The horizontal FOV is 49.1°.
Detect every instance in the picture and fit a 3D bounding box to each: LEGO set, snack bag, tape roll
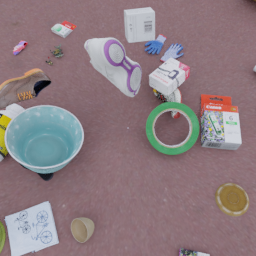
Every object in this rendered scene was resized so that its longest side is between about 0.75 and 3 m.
[{"bbox_3d":[-3.546,-3.563,13.704,0.774,0.338,1.192,40,81,22],"label":"LEGO set"},{"bbox_3d":[-3.366,3.545,9.754,1.634,0.175,1.541,-19,62,-11],"label":"snack bag"},{"bbox_3d":[1.731,0.009,11.004,2.050,0.493,2.050,0,90,6],"label":"tape roll"}]

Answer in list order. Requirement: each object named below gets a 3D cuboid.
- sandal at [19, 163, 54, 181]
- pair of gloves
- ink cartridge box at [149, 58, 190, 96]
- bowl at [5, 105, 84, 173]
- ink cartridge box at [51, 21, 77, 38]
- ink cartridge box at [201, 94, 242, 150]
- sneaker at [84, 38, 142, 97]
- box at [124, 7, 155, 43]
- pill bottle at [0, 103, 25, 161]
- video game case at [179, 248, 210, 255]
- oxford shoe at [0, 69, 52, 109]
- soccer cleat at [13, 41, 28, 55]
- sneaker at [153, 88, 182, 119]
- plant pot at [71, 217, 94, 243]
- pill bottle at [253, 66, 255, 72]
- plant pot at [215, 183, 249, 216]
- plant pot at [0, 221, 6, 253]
[{"bbox_3d":[-3.568,1.428,10.831,1.629,0.349,0.619,27,64,14],"label":"sandal"},{"bbox_3d":[1.820,-3.937,13.912,1.881,0.214,1.512,33,66,18],"label":"pair of gloves"},{"bbox_3d":[1.723,-2.159,11.721,1.040,0.606,1.437,36,66,29],"label":"ink cartridge box"},{"bbox_3d":[-3.081,0.615,10.505,2.701,1.413,2.701,7,54,-10],"label":"bowl"},{"bbox_3d":[-3.324,-5.248,14.626,0.844,0.263,1.049,30,67,15],"label":"ink cartridge box"},{"bbox_3d":[3.809,-0.441,11.684,1.428,0.660,2.622,5,62,3],"label":"ink cartridge box"},{"bbox_3d":[-0.447,-2.172,9.912,1.426,2.863,1.072,20,71,36],"label":"sneaker"},{"bbox_3d":[0.463,-4.113,11.191,1.131,1.125,0.739,-8,36,-5],"label":"box"},{"bbox_3d":[-4.916,0.114,11.066,1.224,1.224,2.178,22,64,12],"label":"pill bottle"},{"bbox_3d":[2.124,4.596,9.143,0.986,0.195,1.088,10,62,4],"label":"video game case"},{"bbox_3d":[-3.200,-1.123,8.444,0.705,0.690,1.935,34,61,26],"label":"oxford shoe"},{"bbox_3d":[-5.340,-3.975,13.876,0.361,0.315,0.943,14,58,13],"label":"soccer cleat"},{"bbox_3d":[1.680,-1.400,12.157,1.045,0.991,2.545,-12,52,-2],"label":"sneaker"},{"bbox_3d":[-1.471,3.405,9.566,0.810,0.810,0.544,48,29,23],"label":"plant pot"},{"bbox_3d":[6.452,-2.491,12.772,0.784,0.784,1.311,-36,67,-18],"label":"pill bottle"},{"bbox_3d":[3.847,2.596,10.287,1.249,0.172,1.249,0,61,0],"label":"plant pot"},{"bbox_3d":[-5.122,3.485,8.903,1.812,1.721,1.812,0,60,-1],"label":"plant pot"}]
